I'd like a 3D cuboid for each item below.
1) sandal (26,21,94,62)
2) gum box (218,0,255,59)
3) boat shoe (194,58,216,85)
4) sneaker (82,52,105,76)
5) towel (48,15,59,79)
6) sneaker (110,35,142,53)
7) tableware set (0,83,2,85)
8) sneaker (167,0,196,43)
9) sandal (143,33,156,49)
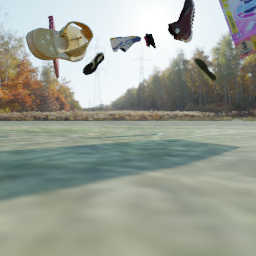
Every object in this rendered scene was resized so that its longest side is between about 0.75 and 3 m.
[{"bbox_3d":[-1.360,-2.295,7.286,0.933,1.040,2.837,-12,14,23],"label":"sandal"},{"bbox_3d":[3.264,-3.002,7.518,1.164,2.050,0.678,-21,-37,26],"label":"gum box"},{"bbox_3d":[1.987,-1.485,7.375,0.293,0.802,0.252,-29,-18,-29],"label":"boat shoe"},{"bbox_3d":[-1.017,-1.973,8.536,0.881,0.332,0.507,-40,20,19],"label":"sneaker"},{"bbox_3d":[-2.436,-2.672,9.187,0.201,1.785,1.291,-7,-37,-7],"label":"towel"},{"bbox_3d":[-0.079,-3.367,11.257,1.448,0.638,0.545,-16,17,-27],"label":"sneaker"},{"bbox_3d":[-3.838,-1.681,7.691,0.238,0.784,1.186,-43,-2,-9],"label":"tableware set"},{"bbox_3d":[1.854,-3.864,9.952,0.916,1.586,0.600,0,3,-17],"label":"sneaker"},{"bbox_3d":[0.852,-3.667,11.822,0.394,0.657,1.749,-19,23,0],"label":"sandal"}]
